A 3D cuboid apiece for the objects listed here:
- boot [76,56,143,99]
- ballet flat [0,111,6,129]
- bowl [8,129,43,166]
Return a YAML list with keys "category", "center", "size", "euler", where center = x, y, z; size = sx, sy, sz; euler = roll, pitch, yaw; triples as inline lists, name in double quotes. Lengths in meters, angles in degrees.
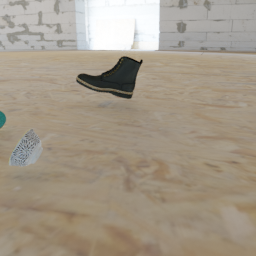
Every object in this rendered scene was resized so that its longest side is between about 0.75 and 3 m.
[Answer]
- category: "boot"
  center: [-0.680, -2.113, 10.442]
  size: [2.250, 1.556, 0.871]
  euler: [10, 27, -23]
- category: "ballet flat"
  center: [-4.168, 0.000, 7.298]
  size: [0.777, 0.777, 2.199]
  euler: [5, 20, 15]
- category: "bowl"
  center: [-1.979, 0.472, 5.619]
  size: [0.392, 0.836, 0.836]
  euler: [29, 20, -3]
